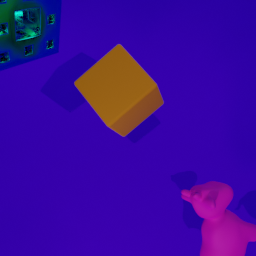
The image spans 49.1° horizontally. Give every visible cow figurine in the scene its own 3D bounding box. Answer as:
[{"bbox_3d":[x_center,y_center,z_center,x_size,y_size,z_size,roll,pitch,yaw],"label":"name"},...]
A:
[{"bbox_3d":[1.249,1.441,3.983,1.272,0.710,1.293,23,79,-21],"label":"cow figurine"}]

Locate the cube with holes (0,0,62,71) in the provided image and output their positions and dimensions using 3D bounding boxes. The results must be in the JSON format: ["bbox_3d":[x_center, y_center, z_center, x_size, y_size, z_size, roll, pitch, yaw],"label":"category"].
[{"bbox_3d":[-2.079,-1.979,4.610,1.353,1.353,1.353,34,43,20],"label":"cube with holes"}]

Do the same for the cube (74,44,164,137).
[{"bbox_3d":[-0.112,-0.593,4.808,0.987,0.987,0.987,-40,72,3],"label":"cube"}]
